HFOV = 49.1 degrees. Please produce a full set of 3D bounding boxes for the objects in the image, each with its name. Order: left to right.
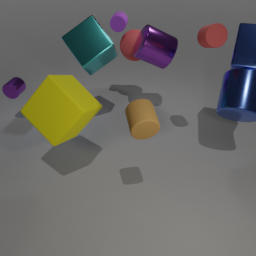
[{"bbox_3d":[-4.749,-1.677,11.709,0.700,0.700,0.700,5,35,9],"label":"cylinder"},{"bbox_3d":[-1.875,-0.558,8.111,1.400,1.400,1.400,45,18,4],"label":"cube"},{"bbox_3d":[-1.411,-3.087,10.692,1.400,1.400,1.400,-36,-4,2],"label":"cube"},{"bbox_3d":[-0.392,-4.621,12.182,0.700,0.700,0.700,4,36,6],"label":"cylinder"},{"bbox_3d":[0.321,-3.803,12.905,1.400,1.400,1.400,0,31,0],"label":"ball"},{"bbox_3d":[0.335,-0.205,6.604,0.700,0.700,0.700,-6,51,-10],"label":"cylinder"},{"bbox_3d":[1.129,-3.368,11.681,1.400,1.400,1.400,19,26,-18],"label":"cylinder"},{"bbox_3d":[2.599,-2.843,8.664,0.700,0.700,0.700,-4,16,-7],"label":"cylinder"},{"bbox_3d":[3.772,-1.058,9.305,1.400,1.400,1.400,14,-10,3],"label":"cylinder"},{"bbox_3d":[4.294,-2.535,9.365,1.400,1.400,1.400,12,4,19],"label":"cube"}]
